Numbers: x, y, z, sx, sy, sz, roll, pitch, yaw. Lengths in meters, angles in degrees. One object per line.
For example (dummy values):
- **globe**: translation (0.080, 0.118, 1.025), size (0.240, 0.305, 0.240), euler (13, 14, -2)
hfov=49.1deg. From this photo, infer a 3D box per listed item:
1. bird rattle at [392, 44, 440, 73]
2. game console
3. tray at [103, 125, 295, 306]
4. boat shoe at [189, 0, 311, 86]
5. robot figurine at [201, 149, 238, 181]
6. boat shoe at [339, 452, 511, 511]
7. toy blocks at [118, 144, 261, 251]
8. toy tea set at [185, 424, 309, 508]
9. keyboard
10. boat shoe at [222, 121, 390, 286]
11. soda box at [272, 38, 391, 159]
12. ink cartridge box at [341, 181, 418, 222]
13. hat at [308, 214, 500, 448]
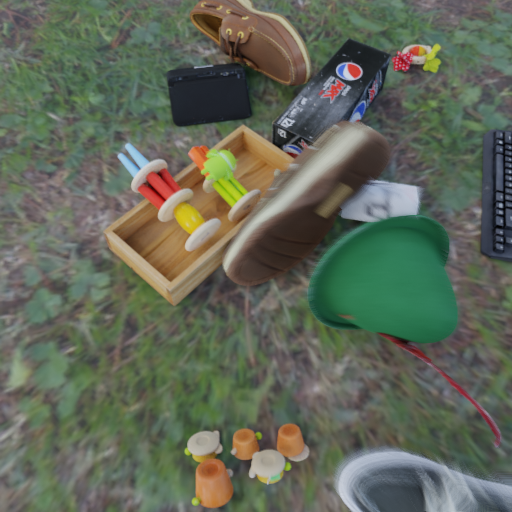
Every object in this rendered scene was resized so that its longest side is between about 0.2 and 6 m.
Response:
- **bird rattle**: translation (3.434, -4.253, 12.024), size (1.003, 0.565, 0.818), euler (-2, 44, 14)
- **game console**: translation (-0.995, -3.348, 11.521), size (1.579, 0.919, 1.388), euler (-8, 28, -6)
- **tray**: translation (-0.768, -0.798, 9.611), size (1.625, 0.610, 3.295), euler (38, 66, 22)
- **boat shoe**: translation (-0.172, -4.422, 11.595), size (1.170, 1.247, 3.466), euler (-29, 55, -17)
- **robot figurine**: translation (-0.592, -1.451, 9.001), size (0.603, 0.349, 0.529), euler (-38, 98, -4)
- **boat shoe**: translation (2.332, 3.093, 6.785), size (2.609, 0.891, 0.963), euler (16, 81, 7)
- **toy blocks**: translation (-1.151, -1.289, 9.350), size (1.676, 0.730, 2.011), euler (-38, 80, -27)
- **toy tea set**: translation (-0.104, 2.785, 7.405), size (1.669, 0.618, 0.992), euler (-7, 25, -1)
- **keyboard**: translation (4.959, -1.085, 9.933), size (1.792, 0.383, 2.985), euler (11, 59, 7)
- **boat shoe**: translation (0.658, -0.878, 9.029), size (3.199, 1.181, 1.183), euler (-41, 42, 4)
- **soda box**: translation (1.470, -2.888, 10.752), size (1.034, 0.925, 2.922), euler (29, 62, 16)
- **ink cartridge box**: translation (2.097, -0.914, 9.465), size (1.197, 0.499, 0.870), euler (10, 27, 9)
- **hat**: translation (2.256, 0.976, 7.327), size (2.586, 2.142, 2.276), euler (7, 36, -30)
